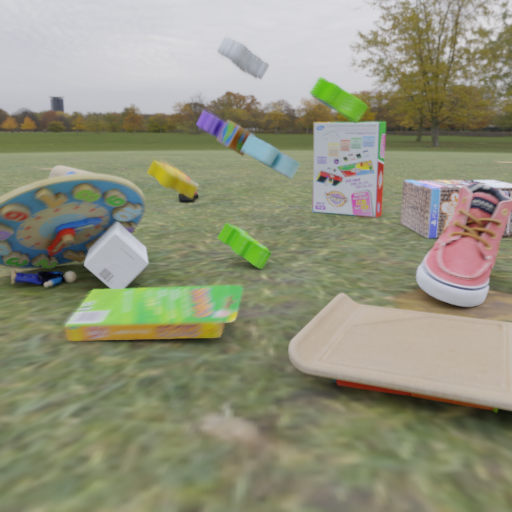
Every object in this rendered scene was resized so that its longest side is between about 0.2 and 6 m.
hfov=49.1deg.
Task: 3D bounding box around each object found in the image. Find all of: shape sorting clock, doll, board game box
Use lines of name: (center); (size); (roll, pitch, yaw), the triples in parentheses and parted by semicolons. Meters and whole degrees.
shape sorting clock: (-2.670, -0.396, 7.780); (2.358, 0.462, 2.358); (-23, -15, -7)
doll: (-2.900, 0.306, 7.676); (0.835, 0.202, 0.570); (2, 13, -24)
board game box: (2.209, -2.102, 13.536); (1.699, 2.221, 0.448); (8, 16, 30)
board game box: (4.239, -1.002, 11.536); (2.032, 0.984, 1.620); (-1, 13, -3)
board game box: (-1.033, 0.592, 5.959); (1.736, 0.260, 0.830); (-5, 23, 7)

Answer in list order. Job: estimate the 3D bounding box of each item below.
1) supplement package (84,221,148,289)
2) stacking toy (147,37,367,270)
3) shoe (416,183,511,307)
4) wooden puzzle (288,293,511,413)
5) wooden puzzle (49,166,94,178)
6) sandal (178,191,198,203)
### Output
supplement package: (-1.906, -0.002, 7.688); (0.586, 0.609, 1.070); (-45, 17, 0)
stacking toy: (-0.138, -1.898, 9.737); (0.926, 2.973, 3.943); (22, 13, -45)
shoe: (2.844, -0.261, 7.523); (0.895, 1.140, 2.506); (20, 25, 20)
wooden puzzle: (1.478, 0.878, 5.070); (1.975, 0.368, 1.827); (10, 16, 22)
wooden puzzle: (-3.290, -0.791, 9.299); (1.369, 1.478, 0.342); (17, -6, 40)
sandal: (-1.998, -1.829, 16.462); (0.596, 0.357, 1.586); (-1, 13, -6)
